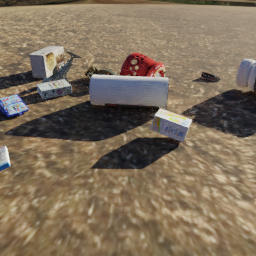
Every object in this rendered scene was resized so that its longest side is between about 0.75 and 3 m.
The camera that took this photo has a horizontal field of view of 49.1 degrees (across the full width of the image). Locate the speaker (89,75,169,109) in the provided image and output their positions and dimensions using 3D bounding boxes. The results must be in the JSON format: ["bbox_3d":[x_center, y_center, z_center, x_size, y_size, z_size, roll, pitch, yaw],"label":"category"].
[{"bbox_3d":[0.045,-1.318,10.103,2.795,1.135,1.135,4,29,7],"label":"speaker"}]

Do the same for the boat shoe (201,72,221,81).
[{"bbox_3d":[3.818,-2.382,12.909,0.924,0.263,0.309,18,34,29],"label":"boat shoe"}]

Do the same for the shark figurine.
[{"bbox_3d":[-2.733,-2.392,12.246,0.856,2.051,1.226,47,8,6],"label":"shark figurine"}]

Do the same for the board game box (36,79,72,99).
[{"bbox_3d":[-2.992,-1.589,11.370,1.201,0.386,0.886,-16,34,-24],"label":"board game box"}]

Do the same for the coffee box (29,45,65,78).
[{"bbox_3d":[-3.865,-3.250,13.614,0.776,1.098,1.943,8,29,13],"label":"coffee box"}]

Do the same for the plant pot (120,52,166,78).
[{"bbox_3d":[0.625,-2.091,11.198,1.386,1.522,1.522,29,39,28],"label":"plant pot"}]

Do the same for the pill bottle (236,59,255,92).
[{"bbox_3d":[5.660,-1.969,11.048,2.399,1.357,1.357,20,35,32],"label":"pill bottle"}]

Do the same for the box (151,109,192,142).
[{"bbox_3d":[1.268,-0.091,8.236,1.030,0.522,0.580,21,32,14],"label":"box"}]

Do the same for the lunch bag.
[{"bbox_3d":[-4.008,-0.695,9.827,0.731,0.457,0.971,-23,49,-37],"label":"lunch bag"}]

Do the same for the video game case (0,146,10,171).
[{"bbox_3d":[-3.324,0.868,6.638,0.979,0.122,1.368,-27,23,-18],"label":"video game case"}]

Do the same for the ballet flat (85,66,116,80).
[{"bbox_3d":[-1.315,-2.303,12.510,0.696,0.652,1.924,-40,44,-21],"label":"ballet flat"}]
